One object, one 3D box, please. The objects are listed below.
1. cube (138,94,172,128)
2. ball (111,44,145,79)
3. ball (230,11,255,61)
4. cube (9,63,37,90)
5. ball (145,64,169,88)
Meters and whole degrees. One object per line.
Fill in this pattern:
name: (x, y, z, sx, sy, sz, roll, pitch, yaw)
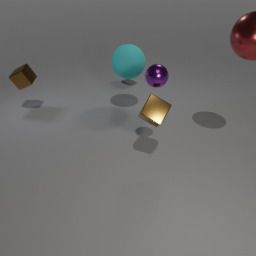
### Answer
cube: (0.791, -0.510, 8.444, 0.700, 0.700, 0.700, 30, -6, 1)
ball: (0.011, -2.726, 11.551, 1.400, 1.400, 1.400, 0, 29, 0)
ball: (3.749, -2.702, 8.261, 1.400, 1.400, 1.400, 0, 29, 0)
cube: (-4.392, -2.141, 11.733, 0.700, 0.700, 0.700, -18, 36, 20)
ball: (0.861, -1.555, 8.362, 0.700, 0.700, 0.700, 0, 29, 0)
